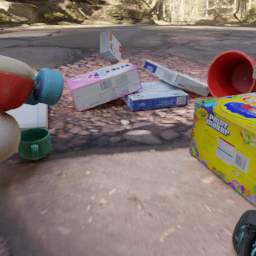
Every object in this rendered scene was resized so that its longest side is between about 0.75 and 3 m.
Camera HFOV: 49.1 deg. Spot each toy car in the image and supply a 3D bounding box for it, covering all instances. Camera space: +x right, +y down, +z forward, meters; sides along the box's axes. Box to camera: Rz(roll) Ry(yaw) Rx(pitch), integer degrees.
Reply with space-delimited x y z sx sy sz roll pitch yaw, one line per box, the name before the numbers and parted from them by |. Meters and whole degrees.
toy car | -2.902 -0.179 5.851 2.298 2.493 2.205 10 -3 -38

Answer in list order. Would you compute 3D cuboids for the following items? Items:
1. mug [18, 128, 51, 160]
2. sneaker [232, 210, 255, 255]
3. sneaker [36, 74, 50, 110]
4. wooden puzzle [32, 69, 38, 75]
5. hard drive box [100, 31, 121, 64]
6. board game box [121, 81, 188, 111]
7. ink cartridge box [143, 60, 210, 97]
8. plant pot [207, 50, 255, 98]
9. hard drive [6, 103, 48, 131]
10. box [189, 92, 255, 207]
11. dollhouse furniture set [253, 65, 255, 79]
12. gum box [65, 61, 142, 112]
mug | -2.374 0.465 6.982 0.806 0.607 0.981 6 26 11
sneaker | 1.916 1.760 3.940 0.778 0.818 2.064 6 24 17
sneaker | -3.168 -1.080 10.132 1.543 1.112 2.937 27 34 15
wooden puzzle | -4.826 -2.049 12.649 2.052 0.513 2.215 -15 33 -29
hard drive box | -0.672 -3.129 11.015 0.423 0.858 1.100 -5 -13 21
board game box | 0.902 -1.322 11.017 2.172 0.471 2.161 -7 26 -14
ink cartridge box | 2.283 -2.074 12.089 2.552 0.518 2.547 13 18 -31
plant pot | 4.339 -1.964 10.980 1.954 1.954 1.729 22 21 40
hard drive | -3.798 -0.692 8.607 2.534 0.338 1.671 -4 70 -8
box | 3.078 0.292 6.344 2.308 1.462 2.396 -9 27 -22
dollhouse furniture set | 5.544 -2.043 9.883 1.428 2.742 2.772 15 29 35
gum box | -0.868 -1.670 10.561 2.678 0.885 1.520 -20 28 -9
